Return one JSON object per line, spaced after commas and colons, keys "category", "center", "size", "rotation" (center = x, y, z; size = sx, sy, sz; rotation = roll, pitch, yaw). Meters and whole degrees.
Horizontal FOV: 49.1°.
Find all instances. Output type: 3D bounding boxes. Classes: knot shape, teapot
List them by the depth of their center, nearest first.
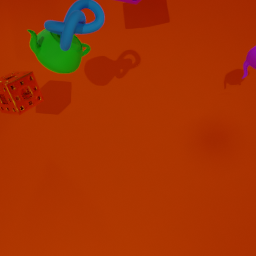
{"category": "knot shape", "center": [-1.121, -1.999, 5.457], "size": [1.117, 0.552, 1.194], "rotation": [6, 50, 40]}
{"category": "teapot", "center": [2.862, -1.469, 5.904], "size": [1.131, 0.703, 0.554], "rotation": [-30, 79, 26]}
{"category": "teapot", "center": [-1.574, -1.854, 6.380], "size": [1.859, 0.910, 1.156], "rotation": [-9, 60, -52]}

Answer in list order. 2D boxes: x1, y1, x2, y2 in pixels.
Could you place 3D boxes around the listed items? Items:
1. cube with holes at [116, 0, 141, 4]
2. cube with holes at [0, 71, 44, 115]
{"category": "cube with holes", "center": [0.011, -4.163, 7.325], "size": [1.163, 1.163, 1.163], "rotation": [-7, 86, -36]}
{"category": "cube with holes", "center": [-2.836, -0.906, 7.137], "size": [0.819, 0.819, 0.819], "rotation": [8, 35, 35]}
